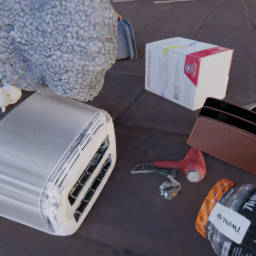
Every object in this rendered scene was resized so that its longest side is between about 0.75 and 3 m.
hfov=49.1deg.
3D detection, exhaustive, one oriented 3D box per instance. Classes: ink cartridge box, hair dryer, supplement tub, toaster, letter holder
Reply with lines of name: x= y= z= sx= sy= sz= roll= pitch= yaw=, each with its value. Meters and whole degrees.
ink cartridge box: x=1.846 y=-1.851 z=9.034 sx=1.623 sy=1.630 sz=2.244 roll=-22 pitch=37 yaw=-33
hair dryer: x=0.996 y=0.743 z=5.842 sx=1.657 sy=0.450 sz=1.262 roll=-20 pitch=35 yaw=-32
supplement tub: x=1.990 y=1.538 z=3.774 sx=1.927 sy=1.180 sz=1.180 roll=26 pitch=39 yaw=36
toaster: x=-1.392 y=0.590 z=4.871 sx=1.798 sy=1.582 sz=2.783 roll=14 pitch=45 yaw=19
letter holder: x=2.249 y=0.069 z=5.484 sx=1.832 sy=1.302 sz=0.921 roll=25 pitch=67 yaw=13

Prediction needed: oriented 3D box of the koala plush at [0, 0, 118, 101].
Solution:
koala plush: x=-1.458 y=-1.120 z=3.087 sx=2.307 sy=2.046 sz=2.120 roll=-5 pitch=24 yaw=-21

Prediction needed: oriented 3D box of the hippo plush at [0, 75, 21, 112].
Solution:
hippo plush: x=-3.938 y=-1.199 z=8.386 sx=1.208 sy=1.197 sz=1.503 roll=23 pitch=37 yaw=34

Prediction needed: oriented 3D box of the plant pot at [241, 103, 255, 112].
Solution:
plant pot: x=2.964 y=-0.091 z=6.778 sx=1.164 sy=1.164 sz=1.010 roll=-3 pitch=13 yaw=-4

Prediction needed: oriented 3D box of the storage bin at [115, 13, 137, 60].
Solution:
storage bin: x=-0.896 y=-4.091 z=12.839 sx=1.799 sy=1.949 sz=2.678 roll=-17 pitch=34 yaw=-9
